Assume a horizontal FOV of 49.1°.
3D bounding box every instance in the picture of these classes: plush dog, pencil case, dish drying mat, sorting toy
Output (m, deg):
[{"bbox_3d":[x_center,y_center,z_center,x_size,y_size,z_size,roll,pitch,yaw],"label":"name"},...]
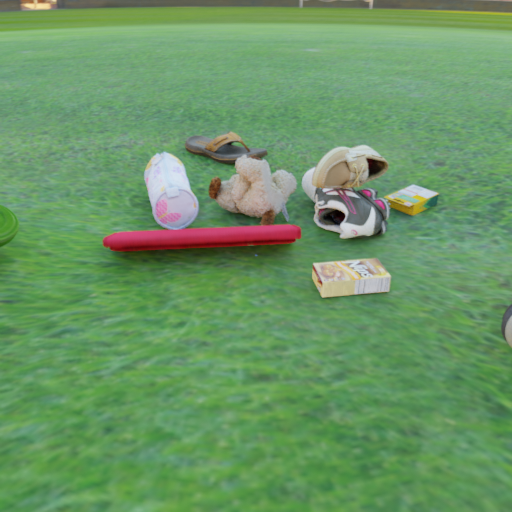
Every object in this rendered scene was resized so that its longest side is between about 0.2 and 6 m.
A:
[{"bbox_3d":[-0.199,-1.399,13.092,1.656,1.547,1.928,5,-5,38],"label":"plush dog"},{"bbox_3d":[-2.040,-1.576,13.289,1.038,1.133,2.498,1,29,-17],"label":"pencil case"},{"bbox_3d":[-1.083,-0.376,11.601,3.870,0.352,1.486,-3,8,-4],"label":"dish drying mat"},{"bbox_3d":[-6.453,-0.227,11.048,3.181,1.306,1.911,-12,44,-43],"label":"sorting toy"}]

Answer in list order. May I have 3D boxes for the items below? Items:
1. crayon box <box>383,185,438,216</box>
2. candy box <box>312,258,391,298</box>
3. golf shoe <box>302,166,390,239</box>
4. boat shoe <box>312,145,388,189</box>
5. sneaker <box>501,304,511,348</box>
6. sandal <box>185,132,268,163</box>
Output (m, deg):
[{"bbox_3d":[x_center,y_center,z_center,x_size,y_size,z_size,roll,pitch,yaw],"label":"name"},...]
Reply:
[{"bbox_3d":[3.779,-1.349,13.724,1.225,0.316,0.770,-22,36,-35],"label":"crayon box"},{"bbox_3d":[1.768,0.402,10.505,1.295,0.358,0.748,-5,28,-8],"label":"candy box"},{"bbox_3d":[1.745,-1.302,12.872,1.286,1.127,2.920,-20,34,-23],"label":"golf shoe"},{"bbox_3d":[2.111,-1.900,12.213,0.766,0.854,2.308,33,40,30],"label":"boat shoe"},{"bbox_3d":[4.740,0.810,9.248,2.959,1.107,1.572,-6,23,-27],"label":"sneaker"},{"bbox_3d":[-0.984,-3.400,16.933,2.899,0.791,1.185,22,36,35],"label":"sandal"}]
